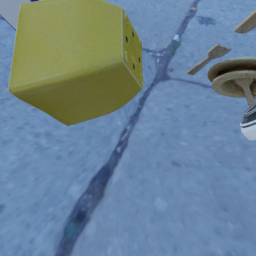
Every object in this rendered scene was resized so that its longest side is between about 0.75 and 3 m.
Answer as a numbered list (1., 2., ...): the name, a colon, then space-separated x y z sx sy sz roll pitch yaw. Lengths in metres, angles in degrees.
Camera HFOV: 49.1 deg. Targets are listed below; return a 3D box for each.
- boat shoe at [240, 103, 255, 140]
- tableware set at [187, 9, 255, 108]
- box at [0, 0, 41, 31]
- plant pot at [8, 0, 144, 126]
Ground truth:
1. boat shoe: 1.105 -0.375 1.703 0.405 1.142 0.412 46 33 2
2. tableware set: 2.063 -0.846 3.915 1.675 2.534 0.508 11 76 -12
3. box: -1.822 -2.841 5.515 0.963 1.689 1.836 -20 40 34
4. plant pot: -0.465 -0.788 3.253 1.171 1.145 1.138 -8 70 20
